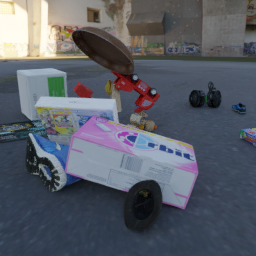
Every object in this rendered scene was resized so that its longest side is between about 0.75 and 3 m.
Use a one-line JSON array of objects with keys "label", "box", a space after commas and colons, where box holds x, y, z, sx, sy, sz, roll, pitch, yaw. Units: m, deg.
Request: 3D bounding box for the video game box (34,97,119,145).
[{"label": "video game box", "box": [-1.350, 0.003, 8.228, 2.207, 2.011, 0.517, 3, 49, 9]}]

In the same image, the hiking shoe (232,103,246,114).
[{"label": "hiking shoe", "box": [5.563, -1.038, 13.969, 0.413, 0.481, 1.109, -3, 18, -10]}]

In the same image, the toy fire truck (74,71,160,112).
[{"label": "toy fire truck", "box": [-0.401, -1.370, 11.144, 2.961, 2.088, 0.722, 35, 2, -20]}]

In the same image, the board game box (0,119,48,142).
[{"label": "board game box", "box": [-4.059, 0.080, 10.741, 2.180, 0.307, 1.475, -9, 20, -27]}]

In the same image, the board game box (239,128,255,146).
[{"label": "board game box", "box": [5.181, 0.317, 9.942, 1.910, 0.329, 1.293, -4, 18, -12]}]

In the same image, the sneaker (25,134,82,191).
[{"label": "sneaker", "box": [-1.987, 0.852, 7.561, 1.136, 1.001, 2.548, -2, 22, -40]}]

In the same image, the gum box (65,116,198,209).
[{"label": "gum box", "box": [0.222, 0.726, 6.687, 2.921, 0.966, 1.657, 17, 19, 4]}]

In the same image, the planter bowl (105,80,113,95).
[{"label": "planter bowl", "box": [-0.743, -1.604, 11.632, 0.317, 0.761, 0.761, -25, 12, 15]}]

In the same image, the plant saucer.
[{"label": "plant saucer", "box": [-0.763, -2.641, 9.428, 2.368, 0.408, 2.368, 26, -10, 5]}]

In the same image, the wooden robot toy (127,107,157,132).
[{"label": "wooden robot toy", "box": [0.639, -0.217, 10.887, 0.976, 0.948, 2.151, 16, 22, 14]}]

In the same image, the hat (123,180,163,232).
[{"label": "hat", "box": [0.382, 1.599, 5.621, 0.437, 1.084, 1.084, 41, -8, -34]}]

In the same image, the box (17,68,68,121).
[{"label": "box", "box": [-4.001, -1.639, 13.173, 1.801, 2.092, 2.103, -11, 20, -30]}]

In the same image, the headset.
[{"label": "headset", "box": [4.152, -1.751, 14.866, 1.712, 1.303, 2.773, 2, 7, 8]}]
